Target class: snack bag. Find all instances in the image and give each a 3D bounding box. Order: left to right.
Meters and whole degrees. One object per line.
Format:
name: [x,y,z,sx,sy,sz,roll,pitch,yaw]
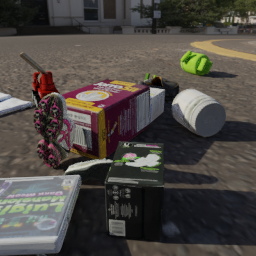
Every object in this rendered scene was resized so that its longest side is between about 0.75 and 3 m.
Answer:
snack bag: [-5.798,-0.914,11.157,2.938,0.314,2.770,16,27,33]

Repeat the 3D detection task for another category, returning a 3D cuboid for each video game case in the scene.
video game case: [-2.232,1.454,5.051,2.484,0.290,2.259,-2,15,-1]

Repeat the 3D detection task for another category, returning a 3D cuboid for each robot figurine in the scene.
robot figurine: [4.103,-3.924,17.091,1.888,1.245,2.152,14,13,-33]

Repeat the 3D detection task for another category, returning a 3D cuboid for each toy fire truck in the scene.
toy fire truck: [-3.512,-1.972,11.244,1.403,2.181,1.919,-9,25,-22]

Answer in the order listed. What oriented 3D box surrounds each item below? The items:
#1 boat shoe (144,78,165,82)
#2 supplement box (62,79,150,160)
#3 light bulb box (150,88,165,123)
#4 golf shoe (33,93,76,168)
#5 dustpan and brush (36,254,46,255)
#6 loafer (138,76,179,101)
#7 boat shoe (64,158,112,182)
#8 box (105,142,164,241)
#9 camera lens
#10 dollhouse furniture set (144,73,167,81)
boat shoe: [1.247,-2.281,14.208,1.378,0.495,0.410,-13,20,-36]
supplement box: [-0.739,-0.403,8.448,1.840,1.451,2.811,13,27,28]
light bulb box: [0.395,-0.905,10.299,1.502,0.946,1.515,11,25,25]
golf shoe: [-1.669,-0.040,6.657,0.766,2.109,0.971,29,44,14]
dustpan and brush: [-1.567,1.887,4.617,0.808,0.331,1.158,-11,18,-42]
loafer: [1.373,-1.728,12.110,1.044,1.036,2.867,19,30,33]
boat shoe: [-0.793,0.928,6.365,1.305,0.481,0.418,-13,26,10]
box: [0.185,1.096,5.291,0.975,1.165,1.568,3,23,7]
camera lens: [2.225,-0.521,9.041,1.229,1.229,1.536,-8,24,-18]
dollhouse furniture set: [1.539,-2.643,15.434,1.202,0.464,0.601,11,9,-26]
